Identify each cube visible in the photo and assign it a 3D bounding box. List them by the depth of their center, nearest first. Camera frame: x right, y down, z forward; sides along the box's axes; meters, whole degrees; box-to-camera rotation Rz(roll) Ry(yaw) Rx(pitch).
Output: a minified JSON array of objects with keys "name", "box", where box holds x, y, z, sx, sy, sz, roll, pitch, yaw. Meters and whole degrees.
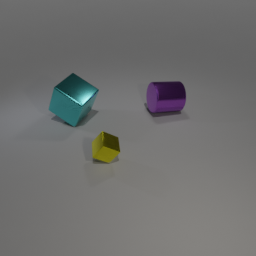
[{"name":"cube","box":[-0.766,0.662,9.640,0.700,0.700,0.700,23,38,-30]},{"name":"cube","box":[-2.328,-1.208,12.006,1.400,1.400,1.400,33,45,2]}]

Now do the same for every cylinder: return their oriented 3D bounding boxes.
[{"name":"cylinder","box":[1.726,-1.428,12.845,1.400,1.400,1.400,-4,30,-16]}]
